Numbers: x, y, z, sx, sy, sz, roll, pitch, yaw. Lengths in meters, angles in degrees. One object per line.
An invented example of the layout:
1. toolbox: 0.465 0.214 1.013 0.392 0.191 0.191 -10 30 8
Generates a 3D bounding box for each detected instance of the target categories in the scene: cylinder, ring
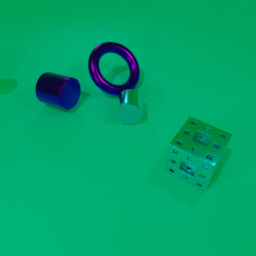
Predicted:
1. cylinder: 0.055 -0.620 8.029 0.721 0.721 0.721 3 42 2
2. ring: -0.415 -1.882 8.869 1.787 0.357 1.787 6 77 -26
3. cylinder: -2.057 -1.109 8.300 0.959 0.959 0.959 16 49 23

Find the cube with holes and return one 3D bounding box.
1. cube with holes: 1.643 0.613 6.664 1.070 1.070 1.070 26 52 23
